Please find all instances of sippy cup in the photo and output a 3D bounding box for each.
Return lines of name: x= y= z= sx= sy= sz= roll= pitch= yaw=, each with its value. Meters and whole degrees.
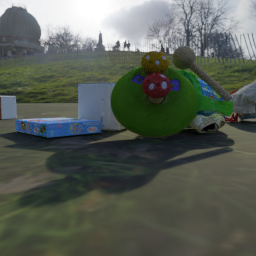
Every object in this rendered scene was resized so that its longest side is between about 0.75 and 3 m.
sippy cup: x=2.000 y=-0.708 z=8.381 sx=1.657 sy=1.775 sz=2.261 roll=8 pitch=40 yaw=-30

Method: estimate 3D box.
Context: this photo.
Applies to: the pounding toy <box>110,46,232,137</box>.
pounding toy: x=0.924 y=-1.163 z=6.733 sx=2.856 sy=1.325 sz=2.205 roll=-27 pitch=59 yaw=-16

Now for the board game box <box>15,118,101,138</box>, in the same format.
board game box: x=-1.915 y=-0.055 z=7.535 sx=1.513 sy=0.366 sz=2.001 roll=-5 pitch=8 yaw=-41

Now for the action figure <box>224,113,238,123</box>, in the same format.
action figure: x=3.286 y=-0.517 z=11.353 sx=2.136 sy=0.552 sz=0.699 roll=3 pitch=12 yaw=38

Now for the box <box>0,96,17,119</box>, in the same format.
box: x=-5.921 y=-0.942 z=12.692 sx=1.638 sy=1.019 sz=0.798 roll=4 pitch=7 yaw=30

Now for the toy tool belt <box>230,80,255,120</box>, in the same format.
toy tool belt: x=4.904 y=-0.842 z=11.224 sx=1.652 sy=1.626 sz=2.645 roll=-35 pitch=-1 yaw=3

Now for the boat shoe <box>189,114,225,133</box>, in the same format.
boat shoe: x=2.221 y=-0.065 z=7.526 sx=1.432 sy=0.517 sz=0.465 roll=1 pitch=41 yaw=-42

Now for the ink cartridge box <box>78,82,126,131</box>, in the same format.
ink cartridge box: x=-0.506 y=-0.708 z=8.837 sx=1.371 sy=1.377 sz=1.877 roll=3 pitch=6 yaw=23
